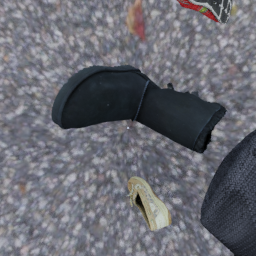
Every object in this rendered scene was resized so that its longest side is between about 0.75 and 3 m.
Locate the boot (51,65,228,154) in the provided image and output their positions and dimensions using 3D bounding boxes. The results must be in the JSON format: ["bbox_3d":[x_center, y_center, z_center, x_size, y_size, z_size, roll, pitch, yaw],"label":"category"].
[{"bbox_3d":[0.410,-0.275,5.344,2.437,2.974,1.100,30,120,18],"label":"boot"}]

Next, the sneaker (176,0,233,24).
[{"bbox_3d":[1.156,-2.091,4.446,1.491,0.633,0.574,7,101,-43],"label":"sneaker"}]

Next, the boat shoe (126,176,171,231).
[{"bbox_3d":[0.326,1.574,6.063,0.490,1.564,0.573,-18,116,-21],"label":"boat shoe"}]

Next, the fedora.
[{"bbox_3d":[2.172,1.045,4.657,1.358,2.974,2.974,33,88,11],"label":"fedora"}]
